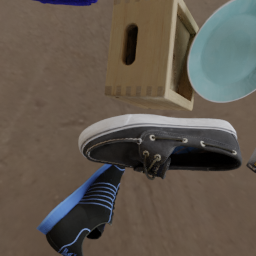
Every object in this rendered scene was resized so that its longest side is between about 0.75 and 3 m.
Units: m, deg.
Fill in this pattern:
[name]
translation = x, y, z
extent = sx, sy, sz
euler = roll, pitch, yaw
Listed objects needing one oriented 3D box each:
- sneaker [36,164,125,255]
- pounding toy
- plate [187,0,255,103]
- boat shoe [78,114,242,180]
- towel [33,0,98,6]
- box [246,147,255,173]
[sneaker]
translation = -0.586, 1.407, 5.212
extent = 0.895, 0.806, 2.299
euler = 46, 41, 4
[pounding toy]
translation = 0.490, -1.751, 6.265
extent = 1.789, 2.317, 2.517
euler = 4, 88, 27
[plate]
translation = 2.318, -1.636, 6.072
extent = 2.348, 2.348, 0.300
euler = -17, 37, -7
[boat shoe]
translation = 0.616, 0.455, 4.968
extent = 2.946, 1.030, 0.976
euler = 1, 46, -11
[towel]
translation = -1.615, -4.298, 6.804
extent = 1.873, 2.536, 0.628
euler = -4, 44, -13
[box]
translation = 3.009, 0.381, 5.739
extent = 1.107, 0.877, 0.268
euler = -16, 43, -32
